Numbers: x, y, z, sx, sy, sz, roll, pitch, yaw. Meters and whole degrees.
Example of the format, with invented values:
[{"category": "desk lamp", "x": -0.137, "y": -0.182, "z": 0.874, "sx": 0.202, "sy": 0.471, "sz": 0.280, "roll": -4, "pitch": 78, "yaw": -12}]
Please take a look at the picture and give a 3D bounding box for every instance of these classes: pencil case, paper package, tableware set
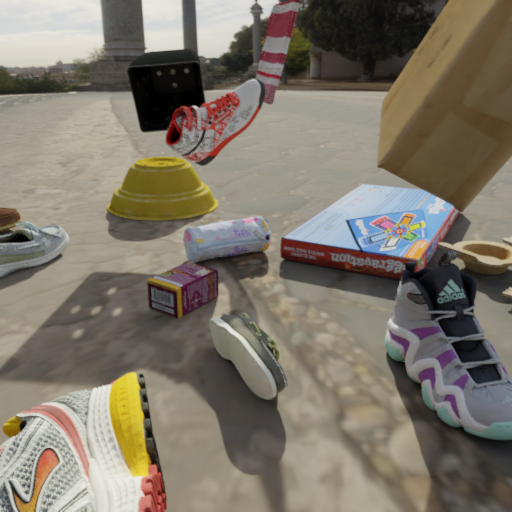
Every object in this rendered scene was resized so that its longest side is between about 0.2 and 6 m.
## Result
[{"category": "pencil case", "x": -0.498, "y": -0.272, "z": 9.646, "sx": 1.498, "sy": 0.623, "sz": 0.680, "roll": -9, "pitch": 30, "yaw": -23}, {"category": "paper package", "x": 2.900, "y": -2.371, "z": 7.433, "sx": 1.367, "sy": 2.643, "sz": 2.519, "roll": 26, "pitch": 39, "yaw": -5}, {"category": "tableware set", "x": 4.793, "y": 0.119, "z": 8.916, "sx": 3.374, "sy": 0.391, "sz": 2.818, "roll": -11, "pitch": 23, "yaw": -27}]

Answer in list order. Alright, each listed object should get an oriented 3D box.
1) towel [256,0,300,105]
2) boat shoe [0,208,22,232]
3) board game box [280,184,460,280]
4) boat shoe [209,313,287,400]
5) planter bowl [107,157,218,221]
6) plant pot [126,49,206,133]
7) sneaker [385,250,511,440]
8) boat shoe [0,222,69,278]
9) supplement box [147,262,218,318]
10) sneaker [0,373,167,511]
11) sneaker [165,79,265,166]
[{"category": "towel", "x": 0.347, "y": -4.196, "z": 11.549, "sx": 0.229, "sy": 2.016, "sz": 1.452, "roll": 10, "pitch": 17, "yaw": -19}, {"category": "boat shoe", "x": -5.751, "y": -0.815, "z": 10.901, "sx": 2.210, "sy": 0.746, "sz": 0.796, "roll": -1, "pitch": 20, "yaw": -2}, {"category": "board game box", "x": 2.471, "y": -0.643, "z": 10.882, "sx": 2.333, "sy": 0.441, "sz": 4.532, "roll": 9, "pitch": 22, "yaw": 26}, {"category": "boat shoe", "x": -0.036, "y": 1.033, "z": 6.199, "sx": 0.484, "sy": 0.579, "sz": 1.620, "roll": -14, "pitch": 20, "yaw": -21}, {"category": "planter bowl", "x": -2.133, "y": -1.643, "z": 12.714, "sx": 2.529, "sy": 1.053, "sz": 2.529, "roll": 0, "pitch": 20, "yaw": 0}, {"category": "plant pot", "x": -1.770, "y": -3.565, "z": 11.695, "sx": 1.440, "sy": 1.443, "sz": 1.280, "roll": -5, "pitch": 41, "yaw": 1}, {"category": "sneaker", "x": 2.009, "y": 0.706, "z": 5.708, "sx": 0.848, "sy": 1.526, "sz": 2.182, "roll": -7, "pitch": 22, "yaw": -18}, {"category": "boat shoe", "x": -4.025, "y": -0.171, "z": 9.237, "sx": 0.809, "sy": 0.704, "sz": 2.194, "roll": 12, "pitch": 24, "yaw": 30}, {"category": "supplement box", "x": -1.021, "y": 0.462, "z": 7.899, "sx": 0.578, "sy": 0.456, "sz": 0.883, "roll": 14, "pitch": 25, "yaw": 33}, {"category": "sneaker", "x": -1.176, "y": 1.853, "z": 3.435, "sx": 1.296, "sy": 1.228, "sz": 3.155, "roll": -11, "pitch": 14, "yaw": -12}, {"category": "sneaker", "x": -0.780, "y": -2.520, "z": 10.082, "sx": 1.061, "sy": 1.980, "sz": 0.661, "roll": 19, "pitch": 35, "yaw": -49}]
